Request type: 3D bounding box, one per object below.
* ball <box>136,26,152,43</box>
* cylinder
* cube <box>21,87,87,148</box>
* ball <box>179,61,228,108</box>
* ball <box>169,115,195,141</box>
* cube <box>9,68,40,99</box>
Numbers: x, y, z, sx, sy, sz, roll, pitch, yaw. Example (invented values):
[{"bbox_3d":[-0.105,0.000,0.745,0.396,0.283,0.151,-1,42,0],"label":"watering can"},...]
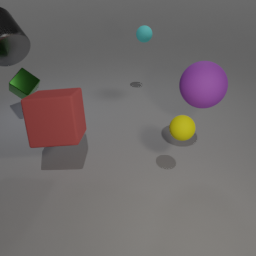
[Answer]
[{"bbox_3d":[0.703,-4.063,12.118,0.700,0.700,0.700,0,33,0],"label":"ball"},{"bbox_3d":[-4.223,-3.031,9.335,1.400,1.400,1.400,-26,70,-35],"label":"cylinder"},{"bbox_3d":[-2.089,-0.341,8.207,1.400,1.400,1.400,-4,17,3],"label":"cube"},{"bbox_3d":[2.240,-1.282,8.346,1.400,1.400,1.400,0,33,0],"label":"ball"},{"bbox_3d":[1.473,-0.002,7.611,0.700,0.700,0.700,0,33,0],"label":"ball"},{"bbox_3d":[-3.419,-1.411,9.241,0.700,0.700,0.700,35,67,-12],"label":"cube"}]
